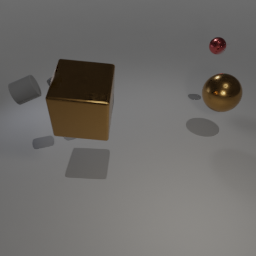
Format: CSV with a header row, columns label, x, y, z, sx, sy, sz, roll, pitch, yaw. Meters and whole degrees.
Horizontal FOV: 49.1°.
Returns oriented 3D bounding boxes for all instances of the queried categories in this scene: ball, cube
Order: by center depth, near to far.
label,x,y,z,sx,sy,sz,roll,pitch,yaw
cube,-1.099,-0.684,6.977,1.400,1.400,1.400,5,52,-1
ball,3.399,-1.275,10.150,1.400,1.400,1.400,0,32,0
ball,3.754,-3.442,11.732,0.700,0.700,0.700,0,32,0

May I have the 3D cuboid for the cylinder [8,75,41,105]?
label,x,y,z,sx,sy,sz,roll,pitch,yaw
cylinder,-3.076,-1.146,8.387,0.700,0.700,0.700,-23,34,0

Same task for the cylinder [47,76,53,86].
label,x,y,z,sx,sy,sz,roll,pitch,yaw
cylinder,-2.167,-1.370,9.112,0.700,0.700,0.700,-28,6,3
